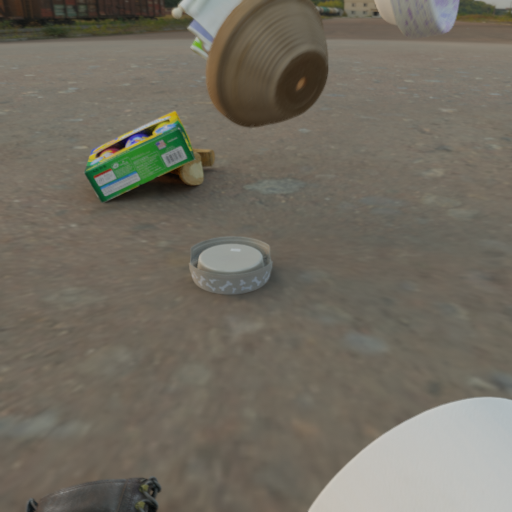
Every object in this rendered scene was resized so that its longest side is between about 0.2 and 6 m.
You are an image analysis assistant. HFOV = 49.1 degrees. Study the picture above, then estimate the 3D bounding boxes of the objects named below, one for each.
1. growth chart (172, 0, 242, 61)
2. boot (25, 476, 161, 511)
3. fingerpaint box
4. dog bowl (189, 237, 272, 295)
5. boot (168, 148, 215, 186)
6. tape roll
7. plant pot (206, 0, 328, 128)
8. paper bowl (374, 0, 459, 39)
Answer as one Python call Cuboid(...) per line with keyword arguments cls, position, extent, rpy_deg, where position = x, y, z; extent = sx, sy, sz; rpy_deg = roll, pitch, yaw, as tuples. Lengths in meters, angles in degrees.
Cuboid(cls="growth chart", position=(-0.325, -4.082, 10.562), extent=(1.873, 2.589, 0.230), rpy_deg=(-46, 14, -13))
Cuboid(cls="boot", position=(-0.817, 2.037, 3.567), extent=(1.758, 0.609, 1.531), rpy_deg=(-2, 26, 1))
Cuboid(cls="fingerpaint box", position=(-2.298, -2.018, 11.095), extent=(1.978, 0.725, 1.650), rpy_deg=(-24, 27, 2))
Cuboid(cls="dog bowl", position=(-0.353, 0.131, 7.823), extent=(1.234, 0.362, 1.234), rpy_deg=(1, 26, 0))
Cuboid(cls="boot", position=(-1.773, -1.893, 11.844), extent=(1.392, 0.684, 1.944), rpy_deg=(0, 22, 13))
Cuboid(cls="tape roll", position=(1.186, 1.779, 2.739), extent=(1.792, 1.792, 1.230), rpy_deg=(-9, 27, -19))
Cuboid(cls="plant pot", position=(0.363, -2.614, 7.916), extent=(2.005, 2.005, 0.925), rpy_deg=(-20, 50, -36))
Cuboid(cls="paper bowl", position=(1.412, -2.534, 5.020), extent=(0.575, 1.106, 1.106), rpy_deg=(5, 24, 33))
